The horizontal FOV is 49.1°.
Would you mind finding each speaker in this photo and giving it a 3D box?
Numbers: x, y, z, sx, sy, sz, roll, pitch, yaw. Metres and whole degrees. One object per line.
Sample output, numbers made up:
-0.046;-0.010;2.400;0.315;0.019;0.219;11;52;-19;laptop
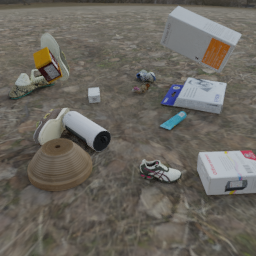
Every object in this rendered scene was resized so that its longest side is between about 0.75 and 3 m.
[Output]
-1.583;0.085;10.569;0.851;0.851;2.097;-25;39;-36;speaker

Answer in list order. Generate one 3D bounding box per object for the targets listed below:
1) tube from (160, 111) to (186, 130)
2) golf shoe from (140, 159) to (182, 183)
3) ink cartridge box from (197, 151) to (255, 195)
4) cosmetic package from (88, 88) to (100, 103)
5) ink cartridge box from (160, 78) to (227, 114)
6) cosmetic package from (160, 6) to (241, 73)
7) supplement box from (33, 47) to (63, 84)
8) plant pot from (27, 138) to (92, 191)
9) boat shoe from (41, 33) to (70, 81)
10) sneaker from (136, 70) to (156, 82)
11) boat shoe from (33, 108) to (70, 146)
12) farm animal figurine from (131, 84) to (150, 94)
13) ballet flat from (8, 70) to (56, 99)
1.954;-0.297;11.792;1.315;0.331;0.509;-31;33;-35;tube
1.024;1.333;8.719;1.329;0.585;0.513;5;30;5;golf shoe
3.125;1.333;8.530;1.741;0.745;1.285;-3;30;-1;ink cartridge box
-1.683;-1.640;13.948;0.573;0.412;1.015;-6;32;-7;cosmetic package
3.336;-1.746;13.966;2.850;0.579;2.845;10;32;17;ink cartridge box
3.076;-3.833;12.119;2.991;1.517;1.066;30;53;13;cosmetic package
-2.487;-1.946;8.707;0.498;0.750;0.740;-27;52;3;supplement box
-2.196;0.974;8.964;2.055;0.949;2.055;0;29;0;plant pot
-2.404;-2.374;9.331;0.570;1.595;0.477;-16;27;8;boat shoe
1.018;-2.899;16.098;0.632;0.572;1.484;-28;32;-23;sneaker
-3.011;-0.062;10.774;0.795;0.960;2.673;0;26;10;boat shoe
0.648;-1.997;14.590;0.946;0.475;0.764;-15;15;-18;farm animal figurine
-5.033;-2.506;14.737;0.985;1.094;2.905;27;40;29;ballet flat
